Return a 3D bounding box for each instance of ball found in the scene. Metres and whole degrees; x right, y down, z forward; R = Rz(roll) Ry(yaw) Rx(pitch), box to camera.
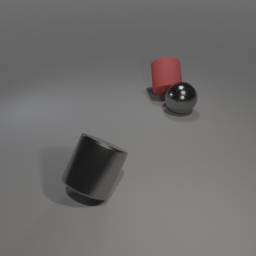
[{"bbox_3d":[2.319,-1.309,12.230,1.400,1.400,1.400,0,31,0],"label":"ball"}]

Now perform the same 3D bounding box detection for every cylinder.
[{"bbox_3d":[1.834,-2.451,13.332,1.400,1.400,1.400,-3,-12,-1],"label":"cylinder"},{"bbox_3d":[-0.905,1.040,7.714,1.400,1.400,1.400,24,-1,0],"label":"cylinder"}]
